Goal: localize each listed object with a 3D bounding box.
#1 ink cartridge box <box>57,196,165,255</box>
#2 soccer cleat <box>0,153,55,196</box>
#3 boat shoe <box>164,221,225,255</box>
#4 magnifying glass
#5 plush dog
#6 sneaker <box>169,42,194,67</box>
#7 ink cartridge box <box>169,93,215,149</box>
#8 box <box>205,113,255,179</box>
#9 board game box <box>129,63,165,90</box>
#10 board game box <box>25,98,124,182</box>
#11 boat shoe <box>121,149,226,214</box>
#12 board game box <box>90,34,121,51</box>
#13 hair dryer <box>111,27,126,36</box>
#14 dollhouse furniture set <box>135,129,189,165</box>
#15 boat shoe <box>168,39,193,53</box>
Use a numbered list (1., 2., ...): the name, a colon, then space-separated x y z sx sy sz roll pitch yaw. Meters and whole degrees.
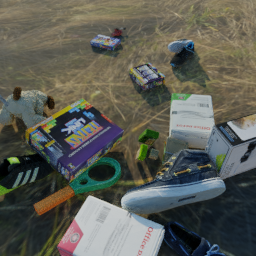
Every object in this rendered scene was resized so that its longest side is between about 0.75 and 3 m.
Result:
1. ink cartridge box: -0.334 2.685 6.495 2.015 0.854 1.467 17 47 18
2. soccer cleat: -2.943 1.128 7.949 2.402 0.974 0.811 -27 52 -28
3. boat shoe: 1.585 2.876 6.451 1.860 0.638 0.783 25 50 23
4. magnifying glass: -1.336 1.588 7.855 2.648 0.297 1.054 -28 44 -30
5. plush dog: -3.525 -0.881 9.885 1.873 1.503 1.609 8 22 8
6. sneaker: 2.440 -3.334 12.658 0.619 0.692 1.690 29 52 26
7. ink cartridge box: 2.128 -0.264 9.492 1.400 0.793 1.910 6 45 6
8. box: 3.740 0.396 8.241 2.874 1.676 0.864 -14 49 -16
9. board game box: 0.792 -2.173 11.733 1.039 0.356 1.256 -22 49 -18
10. board game box: -1.569 0.259 8.529 1.893 0.649 2.290 36 48 18
11. boat shoe: 1.104 1.417 7.632 2.889 1.022 1.311 -6 52 -17
12. board game box: -1.114 -4.269 13.928 1.261 0.217 0.853 19 48 18
13. hair dryer: -0.565 -5.063 14.788 0.706 0.252 0.926 9 39 34
14. dollhouse furniture set: 1.068 0.780 8.788 1.517 0.761 0.994 17 66 -8
15. boat shoe: 2.439 -3.976 13.498 1.515 0.546 0.537 -17 38 -30
